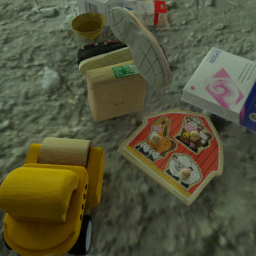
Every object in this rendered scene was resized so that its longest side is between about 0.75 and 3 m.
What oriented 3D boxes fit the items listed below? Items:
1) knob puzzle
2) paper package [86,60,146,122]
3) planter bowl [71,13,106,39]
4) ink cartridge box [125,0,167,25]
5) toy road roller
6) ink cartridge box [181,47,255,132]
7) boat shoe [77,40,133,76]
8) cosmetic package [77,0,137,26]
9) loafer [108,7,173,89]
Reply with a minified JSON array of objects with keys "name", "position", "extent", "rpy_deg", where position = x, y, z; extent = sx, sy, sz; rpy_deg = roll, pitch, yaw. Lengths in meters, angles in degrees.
[{"name":"knob puzzle","position":[1.470,0.387,7.689],"extent":[2.928,0.406,2.928],"rpy_deg":[2,56,-3]},{"name":"paper package","position":[-0.358,-1.058,8.135],"extent":[1.573,1.499,0.814],"rpy_deg":[-14,56,-13]},{"name":"planter bowl","position":[-1.462,-3.783,10.645],"extent":[1.311,0.546,1.311],"rpy_deg":[-3,54,4]},{"name":"ink cartridge box","position":[0.693,-4.634,11.263],"extent":[1.634,0.549,0.949],"rpy_deg":[-1,55,-1]},{"name":"toy road roller","position":[-1.605,1.240,6.089],"extent":[1.821,2.164,2.964],"rpy_deg":[3,55,2]},{"name":"ink cartridge box","position":[3.359,-1.351,8.956],"extent":[2.522,0.546,2.476],"rpy_deg":[25,58,19]},{"name":"boat shoe","position":[-0.271,-2.564,9.464],"extent":[2.929,1.072,0.918],"rpy_deg":[-13,64,-3]},{"name":"cosmetic package","position":[-0.668,-5.562,11.628],"extent":[1.456,1.023,2.871],"rpy_deg":[28,59,19]},{"name":"loafer","position":[0.474,-2.201,7.364],"extent":[0.811,0.927,2.580],"rpy_deg":[-24,74,-36]}]
